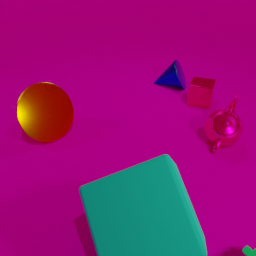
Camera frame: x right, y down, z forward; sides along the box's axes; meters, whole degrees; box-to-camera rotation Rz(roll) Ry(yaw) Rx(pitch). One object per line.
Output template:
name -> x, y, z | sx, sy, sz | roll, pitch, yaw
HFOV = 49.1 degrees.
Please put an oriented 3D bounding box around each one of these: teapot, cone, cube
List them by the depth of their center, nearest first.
cube -> 0.275, 1.301, 4.163 | 1.328, 1.328, 1.328 | -22, 73, 8
teapot -> 2.494, -0.089, 7.192 | 0.978, 0.770, 1.572 | 23, 81, 13
cone -> -2.641, -0.397, 8.004 | 1.592, 1.592, 1.598 | -30, 17, -37
cube -> 2.401, -1.164, 9.170 | 0.740, 0.740, 0.740 | 12, 36, 18
cone -> 1.430, -1.823, 10.365 | 1.099, 1.095, 1.095 | -16, 26, 26

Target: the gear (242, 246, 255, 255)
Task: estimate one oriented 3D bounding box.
gear -> 2.140, 2.177, 4.056 | 1.077, 0.199, 1.077 | -9, 66, 20
